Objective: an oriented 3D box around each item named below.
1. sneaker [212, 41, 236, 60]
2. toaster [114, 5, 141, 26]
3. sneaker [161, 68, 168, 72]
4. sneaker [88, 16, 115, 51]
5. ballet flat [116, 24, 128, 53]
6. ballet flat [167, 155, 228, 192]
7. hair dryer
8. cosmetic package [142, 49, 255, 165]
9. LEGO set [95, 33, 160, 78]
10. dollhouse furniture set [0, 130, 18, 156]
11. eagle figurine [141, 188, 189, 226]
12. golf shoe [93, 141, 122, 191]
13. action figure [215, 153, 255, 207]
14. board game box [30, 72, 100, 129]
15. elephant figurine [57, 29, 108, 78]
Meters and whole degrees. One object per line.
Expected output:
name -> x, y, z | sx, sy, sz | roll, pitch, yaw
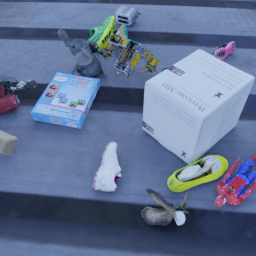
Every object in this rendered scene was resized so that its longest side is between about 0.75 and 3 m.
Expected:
sneaker -> 4.762, -3.946, 14.335 | 1.616, 0.638, 0.771 | -31, 34, -27
toaster -> -0.069, -6.598, 16.534 | 1.452, 0.825, 0.938 | 22, 55, 17
sneaker -> 1.931, -2.227, 12.320 | 0.919, 1.054, 2.344 | 30, 54, 25
sneaker -> -1.421, -5.264, 15.133 | 1.179, 1.045, 2.822 | 14, 49, 7
ballet flat -> -0.342, -4.736, 14.856 | 0.748, 0.814, 2.373 | -13, 47, 5
ballet flat -> 2.390, 1.383, 9.161 | 2.416, 0.810, 0.807 | -20, 53, -18
hair dryer -> -5.265, -1.256, 11.881 | 2.004, 0.715, 2.632 | 10, 41, 31
cosmetic package -> 2.396, -0.805, 10.059 | 2.941, 2.426, 2.424 | -35, 56, -28
LEGO set -> -0.081, -3.011, 12.695 | 2.698, 2.074, 1.563 | 33, 95, 27
dollhouse furniture set -> -5.476, 0.507, 10.415 | 2.597, 2.058, 1.843 | 24, 6, -7
eagle figurine -> 1.080, 2.380, 8.293 | 1.268, 0.957, 0.962 | 10, 57, -6
golf shoe -> -0.562, 1.309, 9.412 | 0.851, 0.701, 1.860 | 16, 56, 2
action figure -> 3.782, 1.578, 9.099 | 2.956, 0.764, 0.967 | -36, 59, -25
board game box -> -2.527, -1.245, 11.763 | 2.045, 0.495, 2.703 | 11, 49, 7
elephant figurine -> -2.005, -3.323, 12.591 | 1.660, 2.140, 1.514 | -22, 51, -19
